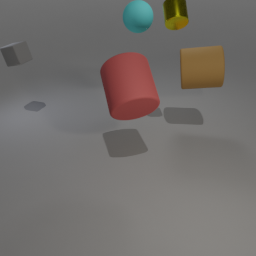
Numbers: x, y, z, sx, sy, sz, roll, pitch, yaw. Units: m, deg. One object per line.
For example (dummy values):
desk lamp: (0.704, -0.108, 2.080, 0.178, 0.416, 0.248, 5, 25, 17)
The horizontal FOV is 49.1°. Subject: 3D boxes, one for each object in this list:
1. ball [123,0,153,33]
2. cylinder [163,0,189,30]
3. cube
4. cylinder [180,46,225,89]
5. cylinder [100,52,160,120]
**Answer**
ball: (0.453, -5.056, 12.742, 1.400, 1.400, 1.400, 0, 30, 0)
cylinder: (1.415, -3.406, 8.332, 0.700, 0.700, 0.700, -4, -14, -1)
cube: (-4.102, -2.732, 10.316, 0.700, 0.700, 0.700, 1, 31, 27)
cylinder: (2.538, -2.089, 9.746, 1.400, 1.400, 1.400, -2, 29, 11)
cylinder: (0.040, -1.121, 7.790, 1.400, 1.400, 1.400, -9, 69, -15)
